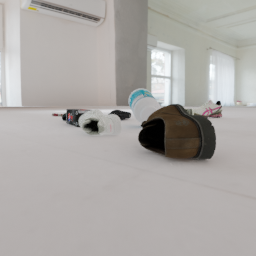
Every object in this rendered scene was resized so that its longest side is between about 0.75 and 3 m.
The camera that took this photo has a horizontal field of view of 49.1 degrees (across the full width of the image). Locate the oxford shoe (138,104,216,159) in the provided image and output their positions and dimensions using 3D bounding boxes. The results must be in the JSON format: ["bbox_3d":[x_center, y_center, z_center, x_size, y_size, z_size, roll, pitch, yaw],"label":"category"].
[{"bbox_3d":[0.689,-0.004,5.745,1.106,0.952,2.621,-2,6,-10],"label":"oxford shoe"}]

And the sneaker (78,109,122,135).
[{"bbox_3d":[-1.093,-0.159,8.504,0.948,0.743,1.908,-9,9,-40],"label":"sneaker"}]

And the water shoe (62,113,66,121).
[{"bbox_3d":[-2.581,-0.500,13.764,1.327,0.474,0.524,-2,28,10],"label":"water shoe"}]

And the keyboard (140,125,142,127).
[{"bbox_3d":[1.368,-0.139,10.646,1.600,0.165,1.017,6,12,37],"label":"keyboard"}]

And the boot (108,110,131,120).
[{"bbox_3d":[-0.664,-0.634,14.586,1.261,0.502,1.530,0,10,22],"label":"boot"}]

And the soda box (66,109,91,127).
[{"bbox_3d":[-1.992,-0.448,11.575,0.728,0.652,2.058,-3,7,-25],"label":"soda box"}]

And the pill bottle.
[{"bbox_3d":[0.638,-0.788,10.602,1.021,1.021,1.842,-1,24,-9],"label":"pill bottle"}]

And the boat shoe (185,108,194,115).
[{"bbox_3d":[3.141,-0.731,14.880,0.499,0.596,1.668,0,0,2],"label":"boat shoe"}]

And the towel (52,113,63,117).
[{"bbox_3d":[-3.845,-0.856,17.938,1.783,0.203,1.284,4,6,37],"label":"towel"}]

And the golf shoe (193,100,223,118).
[{"bbox_3d":[4.447,-1.085,16.003,2.293,1.056,0.832,-5,8,-31],"label":"golf shoe"}]
